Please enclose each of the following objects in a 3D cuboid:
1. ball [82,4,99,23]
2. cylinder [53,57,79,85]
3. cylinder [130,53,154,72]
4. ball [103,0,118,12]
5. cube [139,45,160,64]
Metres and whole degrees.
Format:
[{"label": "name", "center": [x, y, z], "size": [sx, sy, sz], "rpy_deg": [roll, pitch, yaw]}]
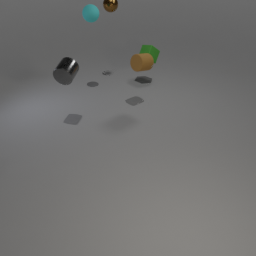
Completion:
[{"label": "ball", "center": [-1.539, -4.739, 11.585], "size": [0.700, 0.700, 0.700], "rpy_deg": [0, 32, 0]}, {"label": "cylinder", "center": [-2.129, -1.962, 9.658], "size": [0.700, 0.700, 0.700], "rpy_deg": [8, 48, 12]}, {"label": "cylinder", "center": [0.574, -2.695, 11.508], "size": [0.700, 0.700, 0.700], "rpy_deg": [28, 32, 37]}, {"label": "ball", "center": [-0.803, -5.701, 12.903], "size": [0.700, 0.700, 0.700], "rpy_deg": [0, 32, 0]}, {"label": "cube", "center": [1.076, -3.782, 14.342], "size": [0.700, 0.700, 0.700], "rpy_deg": [20, 0, -44]}]
